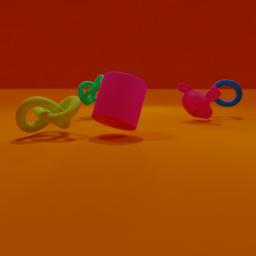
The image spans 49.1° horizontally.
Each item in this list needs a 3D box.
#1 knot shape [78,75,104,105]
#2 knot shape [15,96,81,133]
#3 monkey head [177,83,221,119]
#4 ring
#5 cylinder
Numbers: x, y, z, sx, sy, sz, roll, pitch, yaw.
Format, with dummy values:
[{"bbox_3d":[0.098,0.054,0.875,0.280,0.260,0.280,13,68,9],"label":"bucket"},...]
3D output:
[{"bbox_3d":[-1.351,-1.556,11.213,0.657,1.331,1.423,40,9,17],"label":"knot shape"},{"bbox_3d":[-2.000,-0.339,7.292,1.613,0.745,1.509,-11,-7,-9],"label":"knot shape"},{"bbox_3d":[2.649,-1.009,10.133,1.833,1.319,1.105,42,14,-15],"label":"monkey head"},{"bbox_3d":[4.037,-1.409,11.497,1.255,1.255,0.251,5,38,30],"label":"ring"},{"bbox_3d":[-0.210,-0.651,7.106,1.174,1.174,1.174,15,-10,3],"label":"cylinder"}]
